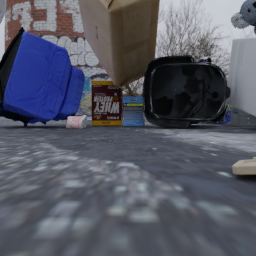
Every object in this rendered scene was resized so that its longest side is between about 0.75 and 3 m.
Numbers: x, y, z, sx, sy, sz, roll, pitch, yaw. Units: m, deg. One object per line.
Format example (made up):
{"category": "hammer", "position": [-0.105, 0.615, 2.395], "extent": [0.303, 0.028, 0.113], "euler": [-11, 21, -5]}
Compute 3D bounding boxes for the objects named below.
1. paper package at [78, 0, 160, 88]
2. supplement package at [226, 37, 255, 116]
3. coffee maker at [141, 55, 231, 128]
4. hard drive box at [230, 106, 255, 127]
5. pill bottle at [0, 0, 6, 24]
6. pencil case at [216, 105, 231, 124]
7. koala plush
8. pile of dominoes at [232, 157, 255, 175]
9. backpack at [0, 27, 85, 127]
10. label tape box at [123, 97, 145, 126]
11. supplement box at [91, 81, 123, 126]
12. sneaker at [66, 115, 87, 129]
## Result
{"category": "paper package", "position": [-0.346, -2.891, 7.476], "extent": [1.328, 2.446, 2.566], "euler": [-25, -28, -13]}
{"category": "supplement package", "position": [3.515, -1.051, 5.914], "extent": [1.717, 1.695, 2.831], "euler": [0, 15, -5]}
{"category": "coffee maker", "position": [1.442, -0.815, 8.065], "extent": [2.861, 2.006, 2.979], "euler": [-22, -7, 21]}
{"category": "hard drive box", "position": [3.816, -0.349, 8.185], "extent": [1.550, 0.595, 1.208], "euler": [1, 3, 21]}
{"category": "pill bottle", "position": [-2.825, -2.086, 4.226], "extent": [1.665, 0.996, 0.996], "euler": [22, 9, 16]}
{"category": "pencil case", "position": [3.504, -0.758, 11.117], "extent": [1.289, 1.158, 2.969], "euler": [-21, -2, 14]}
{"category": "koala plush", "position": [3.894, -3.188, 8.084], "extent": [1.577, 1.399, 1.449], "euler": [42, 11, 26]}
{"category": "pile of dominoes", "position": [1.376, 0.241, 1.336], "extent": [1.221, 0.249, 1.566], "euler": [-3, -4, -36]}
{"category": "backpack", "position": [-2.635, -1.038, 7.884], "extent": [2.218, 2.147, 2.643], "euler": [25, -16, -31]}
{"category": "label tape box", "position": [0.181, -0.500, 8.472], "extent": [0.628, 0.876, 0.290], "euler": [1, 3, 14]}
{"category": "supplement box", "position": [-0.642, -0.780, 9.092], "extent": [0.908, 1.368, 1.349], "euler": [0, 3, 1]}
{"category": "sneaker", "position": [-1.307, -0.163, 7.096], "extent": [0.458, 0.330, 0.876], "euler": [5, 7, 2]}
